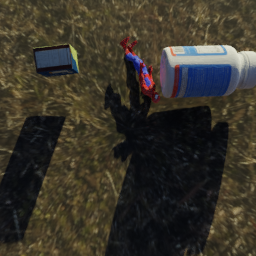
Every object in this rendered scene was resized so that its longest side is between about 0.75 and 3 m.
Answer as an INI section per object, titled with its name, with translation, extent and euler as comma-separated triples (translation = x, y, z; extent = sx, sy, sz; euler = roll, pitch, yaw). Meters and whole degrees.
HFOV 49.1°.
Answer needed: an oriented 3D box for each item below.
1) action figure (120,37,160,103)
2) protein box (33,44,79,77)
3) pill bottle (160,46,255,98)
[action figure]
translation = 0.477, -1.845, 9.053
extent = 0.605, 0.766, 2.342
euler = -27, 76, 24
[protein box]
translation = -2.147, -2.014, 8.494
extent = 1.069, 1.061, 0.721
euler = -6, 94, 1
[pill bottle]
translation = 2.384, -1.678, 8.380
extent = 2.679, 1.504, 1.504
euler = -1, 76, -2
